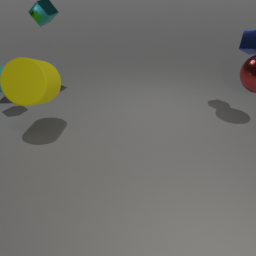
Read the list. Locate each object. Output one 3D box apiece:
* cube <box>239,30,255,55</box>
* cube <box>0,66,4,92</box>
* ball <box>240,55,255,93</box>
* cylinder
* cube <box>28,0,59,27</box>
[{"bbox_3d":[4.566,-3.078,10.095,0.700,0.700,0.700,8,9,-38],"label":"cube"},{"bbox_3d":[-4.815,-1.883,10.778,0.700,0.700,0.700,50,28,-2],"label":"cube"},{"bbox_3d":[4.735,-1.929,9.998,1.400,1.400,1.400,0,29,0],"label":"ball"},{"bbox_3d":[-2.968,-1.425,8.709,1.400,1.400,1.400,2,9,4],"label":"cylinder"},{"bbox_3d":[-3.359,-4.612,11.158,0.700,0.700,0.700,-27,19,37],"label":"cube"}]
